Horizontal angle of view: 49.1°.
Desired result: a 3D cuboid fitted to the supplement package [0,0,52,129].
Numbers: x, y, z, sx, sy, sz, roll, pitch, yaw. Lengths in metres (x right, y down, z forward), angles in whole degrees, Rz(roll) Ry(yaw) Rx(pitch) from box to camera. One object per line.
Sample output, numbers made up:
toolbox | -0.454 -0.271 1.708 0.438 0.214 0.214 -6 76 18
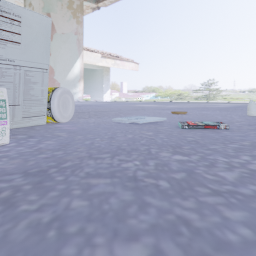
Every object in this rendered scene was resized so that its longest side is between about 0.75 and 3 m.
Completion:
supplement package | -3.794 -1.627 7.308 2.779 2.906 2.137 10 10 23

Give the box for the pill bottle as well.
pill bottle | -2.736 -0.727 8.750 1.918 1.078 1.078 2 7 21

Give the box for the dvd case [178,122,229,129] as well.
dvd case | 1.919 -0.071 7.233 1.169 0.129 0.853 0 7 5

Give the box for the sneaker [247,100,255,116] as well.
sneaker | 5.641 -0.842 11.076 1.730 0.766 0.651 0 5 1

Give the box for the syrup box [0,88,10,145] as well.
syrup box | -3.235 -0.209 4.688 2.425 0.987 0.955 2 8 24

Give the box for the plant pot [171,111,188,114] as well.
plant pot | 2.301 -0.680 12.579 0.753 0.103 0.753 -1 7 0

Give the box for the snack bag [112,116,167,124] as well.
snack bag | 0.373 -0.246 8.676 1.237 0.140 1.312 -7 9 -43
